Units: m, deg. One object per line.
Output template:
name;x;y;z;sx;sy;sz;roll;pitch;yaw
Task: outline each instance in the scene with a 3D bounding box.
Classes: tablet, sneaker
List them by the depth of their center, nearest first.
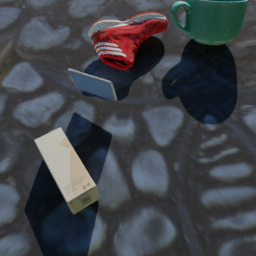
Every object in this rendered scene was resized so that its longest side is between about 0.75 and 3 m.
tablet;-0.848;-1.046;6.807;1.197;0.779;0.082;19;66;18
sneaker;0.194;-2.455;8.282;2.525;0.989;1.458;-16;80;-15

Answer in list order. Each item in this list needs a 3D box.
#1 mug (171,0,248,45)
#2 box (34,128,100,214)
mug;2.358;-3.207;8.273;1.987;1.229;1.633;12;35;18
box;-1.303;0.881;5.955;0.641;0.783;1.649;-28;62;-16
